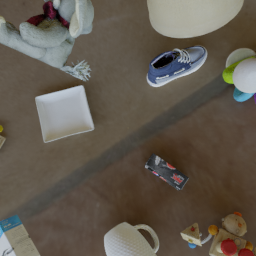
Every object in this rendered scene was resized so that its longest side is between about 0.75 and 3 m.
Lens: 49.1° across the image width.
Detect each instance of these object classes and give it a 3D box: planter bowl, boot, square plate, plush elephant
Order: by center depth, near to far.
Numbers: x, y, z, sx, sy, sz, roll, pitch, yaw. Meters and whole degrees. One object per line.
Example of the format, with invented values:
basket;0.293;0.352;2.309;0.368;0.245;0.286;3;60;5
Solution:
plush elephant;-1.635;-2.442;6.354;2.478;2.041;1.919;25;98;-14
planter bowl;1.407;-3.442;6.415;2.292;1.542;2.292;-12;53;16
square plate;-1.919;-0.432;8.513;1.530;0.218;1.516;-15;74;-5
boot;1.600;-2.073;8.618;2.208;0.997;0.803;-32;75;-10

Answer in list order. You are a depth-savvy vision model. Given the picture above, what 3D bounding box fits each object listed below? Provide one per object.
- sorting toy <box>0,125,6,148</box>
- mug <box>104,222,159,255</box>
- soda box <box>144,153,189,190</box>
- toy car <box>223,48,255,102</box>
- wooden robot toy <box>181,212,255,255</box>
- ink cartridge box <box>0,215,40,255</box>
sorting toy;-3.992;0.343;8.328;0.719;0.129;0.965;21;73;11
mug;0.151;3.024;7.064;1.446;1.068;1.268;-20;61;-33
soda box;1.074;1.238;7.896;1.211;0.384;0.429;34;76;10
toy car;4.000;-1.465;8.132;2.299;2.012;1.724;-12;115;14
wooden robot toy;2.817;2.779;7.056;2.890;1.273;1.311;24;63;7
ink cartridge box;-2.309;2.601;5.840;0.438;0.761;1.314;-13;56;-50
